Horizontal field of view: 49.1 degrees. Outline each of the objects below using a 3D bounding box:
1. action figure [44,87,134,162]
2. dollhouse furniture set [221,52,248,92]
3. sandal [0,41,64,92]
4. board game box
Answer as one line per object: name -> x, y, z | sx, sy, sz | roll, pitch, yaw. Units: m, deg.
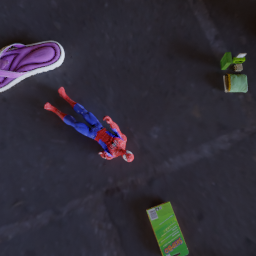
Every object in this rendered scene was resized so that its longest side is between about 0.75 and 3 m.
action figure -> -0.901, -0.045, 6.798 | 2.602, 1.288, 0.849 | 37, 81, 5
dollhouse furniture set -> 2.893, -1.472, 7.445 | 0.642, 0.491, 0.979 | -2, 78, -1
sandal -> -3.040, -1.766, 7.423 | 2.657, 0.653, 1.081 | -24, 79, -5
board game box -> 0.952, 2.498, 6.775 | 0.609, 0.191, 1.276 | -19, 76, -3
